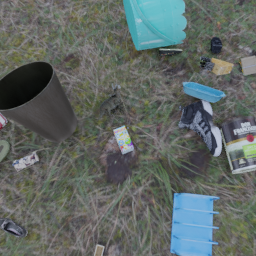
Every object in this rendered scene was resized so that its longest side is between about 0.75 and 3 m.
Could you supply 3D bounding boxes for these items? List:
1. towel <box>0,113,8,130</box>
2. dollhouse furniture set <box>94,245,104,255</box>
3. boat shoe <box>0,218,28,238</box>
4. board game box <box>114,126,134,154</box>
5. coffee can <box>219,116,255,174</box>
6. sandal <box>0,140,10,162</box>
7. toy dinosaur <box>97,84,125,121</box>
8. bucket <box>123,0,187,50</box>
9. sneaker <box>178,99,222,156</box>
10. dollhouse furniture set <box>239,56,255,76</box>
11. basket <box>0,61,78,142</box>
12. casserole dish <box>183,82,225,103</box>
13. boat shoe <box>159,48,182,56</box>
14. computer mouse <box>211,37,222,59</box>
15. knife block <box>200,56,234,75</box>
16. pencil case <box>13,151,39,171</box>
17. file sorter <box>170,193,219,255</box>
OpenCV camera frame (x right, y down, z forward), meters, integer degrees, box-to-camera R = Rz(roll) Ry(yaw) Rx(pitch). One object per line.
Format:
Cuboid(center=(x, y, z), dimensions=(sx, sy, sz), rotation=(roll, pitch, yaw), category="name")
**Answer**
Cuboid(center=(-6.245, -0.025, 11.482), dimensions=(1.581, 0.250, 2.195), rotation=(42, 76, 14), category="towel")
Cuboid(center=(-1.282, 4.599, 9.778), dimensions=(0.800, 0.717, 1.010), rotation=(13, 73, 4), category="dollhouse furniture set")
Cuboid(center=(-4.287, 3.635, 10.264), dimensions=(1.270, 0.362, 0.424), rotation=(23, 74, 7), category="boat shoe")
Cuboid(center=(-0.176, 0.481, 11.179), dimensions=(0.503, 0.494, 0.959), rotation=(-22, 74, -7), category="board game box")
Cuboid(center=(4.403, 0.666, 10.658), dimensions=(1.390, 1.390, 1.900), rotation=(-10, 73, -3), category="coffee can")
Cuboid(center=(-5.354, 1.315, 10.880), dimensions=(0.784, 0.564, 1.975), rotation=(21, 74, 6), category="sandal")
Cuboid(center=(-0.731, -0.935, 11.642), dimensions=(0.895, 0.674, 1.751), rotation=(37, 83, 25), category="toy dinosaur")
Cuboid(center=(1.024, -4.752, 11.655), dimensions=(1.961, 3.015, 3.015), rotation=(-16, 73, -2), category="bucket")
Cuboid(center=(2.772, 0.050, 11.128), dimensions=(1.380, 0.915, 2.424), rotation=(-9, 67, -2), category="sneaker")
Cuboid(center=(5.802, -2.789, 12.332), dimensions=(1.640, 0.633, 0.820), rotation=(-11, 80, 17), category="dollhouse furniture set")
Cuboid(center=(-3.082, -0.751, 10.180), dimensions=(2.433, 2.698, 1.835), rotation=(-26, 55, 4), category="basket")
Cuboid(center=(3.061, -1.459, 11.487), dimensions=(1.787, 1.083, 0.347), rotation=(25, 119, 26), category="casserole dish")
Cuboid(center=(1.905, -3.378, 12.482), dimensions=(1.071, 0.392, 0.335), rotation=(-5, 111, -12), category="boat shoe")
Cuboid(center=(3.932, -3.264, 12.507), dimensions=(0.499, 0.289, 1.701), rotation=(4, 78, -9), category="computer mouse")
Cuboid(center=(3.394, -2.499, 10.979), dimensions=(1.152, 0.369, 1.012), rotation=(-16, 49, -33), category="knife block")
Cuboid(center=(-3.978, 1.288, 10.976), dimensions=(1.005, 0.391, 0.449), rotation=(-26, 98, -7), category="pencil case")
Cuboid(center=(2.369, 3.417, 9.851), dimensions=(1.465, 1.295, 2.111), rotation=(6, 73, 3), category="file sorter")
